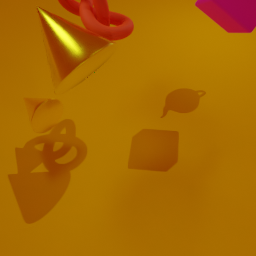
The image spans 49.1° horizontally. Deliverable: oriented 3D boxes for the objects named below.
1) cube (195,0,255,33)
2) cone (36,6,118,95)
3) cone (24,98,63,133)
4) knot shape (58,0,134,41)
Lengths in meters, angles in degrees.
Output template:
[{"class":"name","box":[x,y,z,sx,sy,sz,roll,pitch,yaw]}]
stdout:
[{"class":"cube","box":[2.304,-2.788,5.899,1.102,1.102,1.102,32,13,-14]},{"class":"cone","box":[-1.254,-1.702,5.333,1.516,1.516,1.522,-40,95,-26]},{"class":"cone","box":[-2.361,-0.539,7.152,0.991,0.987,0.987,34,60,23]},{"class":"knot shape","box":[-0.790,-2.627,6.122,0.837,1.695,1.811,-46,36,9]}]
